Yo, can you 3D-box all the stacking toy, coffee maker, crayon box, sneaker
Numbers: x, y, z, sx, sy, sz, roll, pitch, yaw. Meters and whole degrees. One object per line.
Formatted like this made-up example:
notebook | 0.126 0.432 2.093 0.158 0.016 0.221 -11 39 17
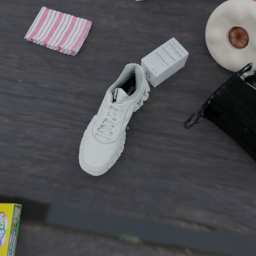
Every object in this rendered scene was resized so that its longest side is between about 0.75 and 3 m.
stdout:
stacking toy | 3.589 -2.852 7.733 2.605 1.903 1.903 -36 74 -30
coffee maker | 2.977 0.002 6.674 2.228 1.562 2.319 -46 70 9
crayon box | -3.377 2.633 6.242 1.608 0.543 1.864 2 72 -1
sneaker | -0.376 -0.283 6.891 1.115 1.203 2.968 23 74 6

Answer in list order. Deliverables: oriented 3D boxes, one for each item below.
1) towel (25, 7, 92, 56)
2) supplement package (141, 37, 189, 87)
towel | -2.046 -2.894 8.246 1.679 0.251 1.229 19 72 6
supplement package | 0.977 -1.783 7.652 1.133 0.662 0.665 -36 75 -11
